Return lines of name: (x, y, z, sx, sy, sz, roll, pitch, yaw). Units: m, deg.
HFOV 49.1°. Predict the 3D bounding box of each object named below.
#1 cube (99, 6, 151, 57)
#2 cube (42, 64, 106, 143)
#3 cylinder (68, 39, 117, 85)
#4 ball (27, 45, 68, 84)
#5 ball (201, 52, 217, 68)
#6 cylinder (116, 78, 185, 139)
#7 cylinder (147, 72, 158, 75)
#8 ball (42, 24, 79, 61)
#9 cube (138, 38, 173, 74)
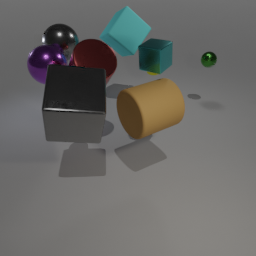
cube: (-0.142, -4.085, 12.052, 1.400, 1.400, 1.400, 35, -3, -23)
cube: (-1.317, -0.564, 7.020, 1.400, 1.400, 1.400, 3, 57, -10)
cylinder: (-1.211, -1.901, 9.073, 1.400, 1.400, 1.400, -15, -12, -25)
ball: (-2.861, -2.248, 9.998, 1.400, 1.400, 1.400, 0, 29, 0)
ball: (3.597, -3.040, 12.462, 0.700, 0.700, 0.700, 0, 29, 0)
cylinder: (0.612, -0.558, 7.832, 1.400, 1.400, 1.400, -20, 35, -26)
cylinder: (1.161, -2.864, 12.667, 0.700, 0.700, 0.700, -1, 62, -2)
ball: (-2.592, -3.294, 10.829, 1.400, 1.400, 1.400, 0, 29, 0)
cube: (0.761, -1.990, 7.718, 0.700, 0.700, 0.700, 19, 42, 29)
